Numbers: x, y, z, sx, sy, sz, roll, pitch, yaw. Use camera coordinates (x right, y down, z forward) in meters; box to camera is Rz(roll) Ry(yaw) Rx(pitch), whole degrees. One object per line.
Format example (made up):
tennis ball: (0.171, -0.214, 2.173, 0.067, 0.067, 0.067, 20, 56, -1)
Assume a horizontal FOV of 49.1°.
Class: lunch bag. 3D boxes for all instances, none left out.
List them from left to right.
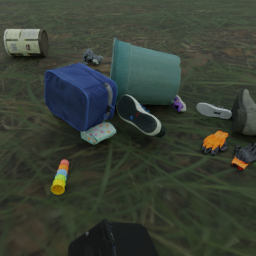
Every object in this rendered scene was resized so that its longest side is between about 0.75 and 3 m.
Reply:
lunch bag: (-1.539, -1.162, 9.956, 2.532, 1.720, 1.675, 33, 41, 24)
lunch bag: (-1.078, 0.160, 10.175, 0.931, 0.667, 1.093, -26, 35, -35)

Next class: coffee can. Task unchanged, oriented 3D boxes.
coffee can: (-6.492, -5.503, 18.050, 2.321, 1.699, 1.699, 0, 33, 0)

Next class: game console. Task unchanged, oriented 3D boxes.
game console: (-0.216, 3.061, 6.066, 1.681, 1.113, 1.912, -35, 37, 2)

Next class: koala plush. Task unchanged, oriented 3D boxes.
koala plush: (-2.088, -4.186, 16.866, 1.057, 0.971, 0.937, 24, 39, 14)

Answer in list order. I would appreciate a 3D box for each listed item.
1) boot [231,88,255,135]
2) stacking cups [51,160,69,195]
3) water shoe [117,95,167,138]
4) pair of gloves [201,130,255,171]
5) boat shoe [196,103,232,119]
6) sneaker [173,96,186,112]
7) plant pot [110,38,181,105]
boot: (5.186, -0.450, 11.090, 1.935, 1.003, 2.962, 17, 39, 10)
stacking cups: (-2.032, 1.413, 8.462, 0.389, 0.389, 1.285, -2, 32, -3)
water shoe: (0.436, -0.357, 10.287, 0.942, 0.853, 2.387, 31, 11, -48)
pair of gloves: (3.565, 0.687, 9.754, 1.833, 0.227, 1.633, 26, 40, 33)
boat shoe: (3.625, -0.735, 11.793, 1.467, 0.503, 0.415, 18, 28, 17)
sneaker: (2.141, -1.081, 12.345, 0.464, 0.448, 1.112, -14, 35, -11)
plant pot: (0.639, -2.214, 12.189, 2.849, 2.909, 2.909, 7, 32, -6)
